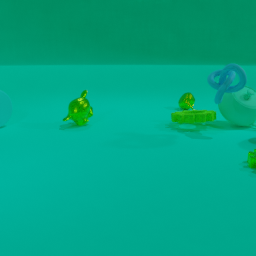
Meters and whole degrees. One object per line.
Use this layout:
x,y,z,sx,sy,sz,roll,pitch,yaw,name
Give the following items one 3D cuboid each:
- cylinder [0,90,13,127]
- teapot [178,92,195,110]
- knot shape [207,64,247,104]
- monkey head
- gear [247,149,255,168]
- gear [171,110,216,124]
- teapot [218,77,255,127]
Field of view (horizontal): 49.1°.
-4.255,-0.632,8.293,1.153,1.153,1.153,12,18,34,cylinder
2.388,-1.024,11.170,0.569,0.722,1.161,33,23,-14,teapot
2.523,-1.191,7.103,0.504,1.090,1.020,20,-27,-24,knot shape
-1.566,-0.531,8.568,0.923,0.773,1.283,2,51,39,monkey head
2.871,0.648,5.262,1.140,0.211,1.140,0,14,0,gear
1.963,-0.356,8.413,1.300,0.240,1.300,-4,9,1,gear
3.398,-0.798,8.442,1.298,1.022,2.087,-21,61,-27,teapot
